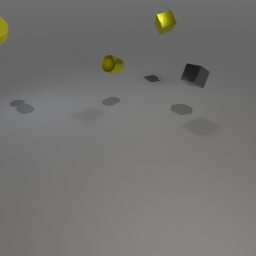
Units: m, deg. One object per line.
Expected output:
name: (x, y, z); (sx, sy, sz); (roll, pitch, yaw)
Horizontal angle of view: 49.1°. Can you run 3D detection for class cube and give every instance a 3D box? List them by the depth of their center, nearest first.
cube: (2.602, -2.018, 10.871); (0.700, 0.700, 0.700); (16, 6, -43)
cube: (1.706, -4.854, 12.910); (0.700, 0.700, 0.700); (-22, -4, -10)

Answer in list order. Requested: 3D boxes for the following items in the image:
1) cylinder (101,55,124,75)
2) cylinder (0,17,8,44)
cylinder: (-0.612, -2.561, 11.424); (0.700, 0.700, 0.700); (17, 10, 27)
cylinder: (-4.301, -3.170, 9.119); (0.700, 0.700, 0.700); (-18, 4, -27)
